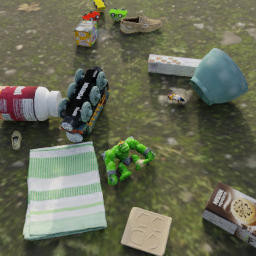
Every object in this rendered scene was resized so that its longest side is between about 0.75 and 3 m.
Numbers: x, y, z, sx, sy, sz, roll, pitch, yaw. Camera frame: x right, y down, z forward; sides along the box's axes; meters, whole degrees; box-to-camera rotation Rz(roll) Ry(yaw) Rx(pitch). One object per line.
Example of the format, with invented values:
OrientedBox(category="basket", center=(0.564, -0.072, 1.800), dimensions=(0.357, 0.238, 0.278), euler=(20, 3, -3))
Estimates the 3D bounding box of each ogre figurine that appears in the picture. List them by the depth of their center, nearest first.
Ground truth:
OrientedBox(category="ogre figurine", center=(-0.081, 0.945, 8.733), dimensions=(1.746, 0.857, 1.047), euler=(-35, 75, -9))

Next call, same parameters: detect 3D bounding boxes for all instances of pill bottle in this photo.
OrientedBox(category="pill bottle", center=(-3.503, -0.862, 9.942), dimensions=(2.151, 1.215, 1.215), euler=(1, 50, 0))

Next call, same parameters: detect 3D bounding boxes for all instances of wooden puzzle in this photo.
OrientedBox(category="wooden puzzle", center=(0.507, 2.780, 7.528), dimensions=(1.152, 0.267, 1.067), euler=(11, 50, 15))

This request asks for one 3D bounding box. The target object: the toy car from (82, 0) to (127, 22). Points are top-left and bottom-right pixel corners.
OrientedBox(category="toy car", center=(-1.086, -5.963, 14.701), dimensions=(2.123, 0.503, 2.256), euler=(11, 52, 9))

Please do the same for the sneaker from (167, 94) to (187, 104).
OrientedBox(category="sneaker", center=(1.866, -1.135, 10.632), dimensions=(0.753, 0.339, 0.282), euler=(19, 87, 2))

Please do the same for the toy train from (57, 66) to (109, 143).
OrientedBox(category="toy train", center=(-1.437, -0.828, 9.628), dimensions=(1.191, 1.593, 2.795), euler=(9, 53, 13))

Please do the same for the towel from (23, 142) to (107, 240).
OrientedBox(category="towel", center=(-1.921, 1.719, 8.352), dimensions=(2.212, 0.339, 2.899), euler=(-8, 50, -7))

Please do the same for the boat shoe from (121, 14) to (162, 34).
OrientedBox(category="boat shoe", center=(0.687, -5.226, 13.947), dimensions=(2.138, 0.690, 0.762), euler=(-13, 51, -10))

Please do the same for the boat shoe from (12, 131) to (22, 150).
OrientedBox(category="boat shoe", center=(-3.815, 0.379, 9.528), dimensions=(0.293, 0.253, 0.804), euler=(-8, 50, -6))

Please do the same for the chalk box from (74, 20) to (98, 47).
OrientedBox(category="chalk box", center=(-1.925, -4.587, 13.360), dimensions=(0.794, 0.790, 1.277), euler=(11, 50, 11))

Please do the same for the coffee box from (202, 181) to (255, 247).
OrientedBox(category="coffee box", center=(3.003, 2.340, 7.596), dimensions=(1.690, 0.674, 0.955), euler=(26, 55, 20))

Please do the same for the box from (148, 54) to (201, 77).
OrientedBox(category="box", center=(2.259, -2.583, 11.814), dimensions=(2.834, 0.587, 0.548), euler=(7, 50, 7))

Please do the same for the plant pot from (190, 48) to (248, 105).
OrientedBox(category="plant pot", center=(3.193, -1.711, 10.366), dimensions=(1.357, 2.025, 2.025), euler=(-36, 55, 5))
